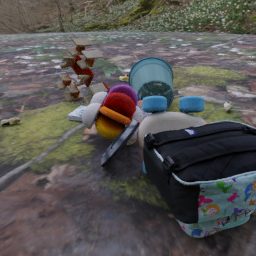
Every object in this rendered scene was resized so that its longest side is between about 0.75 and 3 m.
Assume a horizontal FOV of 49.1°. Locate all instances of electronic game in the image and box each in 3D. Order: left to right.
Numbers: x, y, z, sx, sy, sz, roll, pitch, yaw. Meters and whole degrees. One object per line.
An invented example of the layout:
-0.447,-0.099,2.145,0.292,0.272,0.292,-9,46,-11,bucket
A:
-0.238,0.467,8.281,0.353,1.696,1.696,40,28,-4,electronic game

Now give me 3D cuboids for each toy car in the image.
-0.351,-0.669,9.769,1.999,1.713,2.285,24,31,-4,toy car
1.269,0.269,8.704,2.057,2.143,2.325,0,-5,-1,toy car

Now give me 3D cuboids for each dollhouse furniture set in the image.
-1.905,-2.383,13.412,1.476,2.865,2.834,-20,65,-43,dollhouse furniture set

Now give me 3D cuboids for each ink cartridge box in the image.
-1.751,-0.607,12.064,1.251,0.254,1.249,8,25,17,ink cartridge box

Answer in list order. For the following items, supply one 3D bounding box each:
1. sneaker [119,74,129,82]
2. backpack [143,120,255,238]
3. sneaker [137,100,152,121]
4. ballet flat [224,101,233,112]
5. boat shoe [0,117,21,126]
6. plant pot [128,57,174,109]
-0.106,-3.164,17.516,1.031,0.466,0.403,15,30,33,sneaker
1.962,0.939,6.326,2.764,2.081,2.453,-16,28,-12,backpack
0.720,-0.506,11.595,0.477,0.689,1.230,-14,59,0,sneaker
4.540,-1.008,12.795,0.340,0.367,1.041,46,28,6,ballet flat
-4.702,-0.208,11.239,0.765,0.274,0.291,-14,41,-13,boat shoe
1.123,-1.832,12.747,2.213,2.213,2.167,0,31,0,plant pot
